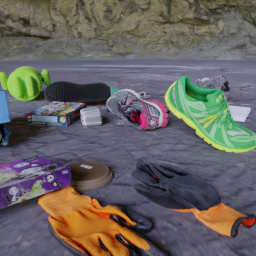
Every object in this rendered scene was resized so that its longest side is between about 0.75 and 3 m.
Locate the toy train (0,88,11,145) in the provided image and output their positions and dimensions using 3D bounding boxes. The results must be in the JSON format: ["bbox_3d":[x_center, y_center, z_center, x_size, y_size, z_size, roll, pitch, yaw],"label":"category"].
[{"bbox_3d":[-4.181,-0.432,7.732,1.270,1.674,2.930,-14,22,-38],"label":"toy train"}]

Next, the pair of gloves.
[{"bbox_3d":[0.232,1.242,4.546,2.915,0.360,2.597,-11,20,-35],"label":"pair of gloves"}]

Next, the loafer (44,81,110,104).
[{"bbox_3d":[-2.234,-1.401,12.447,2.912,1.063,1.039,2,-11,1],"label":"loafer"}]

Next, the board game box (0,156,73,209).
[{"bbox_3d":[-2.528,1.045,4.702,2.732,0.441,1.639,-14,7,-38],"label":"board game box"}]

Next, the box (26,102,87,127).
[{"bbox_3d":[-2.526,-0.550,10.321,1.443,0.398,2.113,3,17,10],"label":"box"}]

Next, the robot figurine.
[{"bbox_3d":[-5.013,-2.205,13.783,2.333,1.538,2.659,-9,19,-11],"label":"robot figurine"}]

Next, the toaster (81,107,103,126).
[{"bbox_3d":[-1.240,-0.376,9.510,0.643,0.566,0.995,-9,20,-15],"label":"toaster"}]

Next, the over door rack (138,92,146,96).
[{"bbox_3d":[0.044,-1.383,13.129,0.998,0.450,1.352,-14,8,-42],"label":"over door rack"}]

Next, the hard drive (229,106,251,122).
[{"bbox_3d":[4.002,-0.571,10.707,1.093,0.210,1.657,9,19,28],"label":"hard drive"}]

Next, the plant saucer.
[{"bbox_3d":[-0.879,0.953,5.815,1.137,0.168,1.137,-1,16,0],"label":"plant saucer"}]

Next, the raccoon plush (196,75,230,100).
[{"bbox_3d":[3.444,-1.779,13.161,2.656,1.285,1.779,-12,13,-34],"label":"raccoon plush"}]

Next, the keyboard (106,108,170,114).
[{"bbox_3d":[0.364,-0.808,11.081,2.422,0.480,1.261,5,17,19],"label":"keyboard"}]

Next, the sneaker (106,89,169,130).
[{"bbox_3d":[0.094,-0.661,9.531,1.014,1.095,2.716,-16,23,-36],"label":"sneaker"}]

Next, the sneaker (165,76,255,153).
[{"bbox_3d":[2.219,-0.363,7.328,2.731,1.141,1.012,36,43,11],"label":"sneaker"}]

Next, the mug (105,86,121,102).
[{"bbox_3d":[-0.649,-1.528,12.737,0.592,0.787,0.958,8,38,-21],"label":"mug"}]
